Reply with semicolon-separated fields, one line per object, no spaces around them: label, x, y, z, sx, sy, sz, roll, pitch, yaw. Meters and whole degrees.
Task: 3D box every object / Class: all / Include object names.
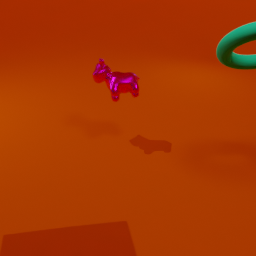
cow figurine;-0.276;-1.170;6.584;1.075;0.590;1.058;-10;72;-3
ring;2.213;-1.370;4.769;1.360;0.272;1.360;1;-14;0
